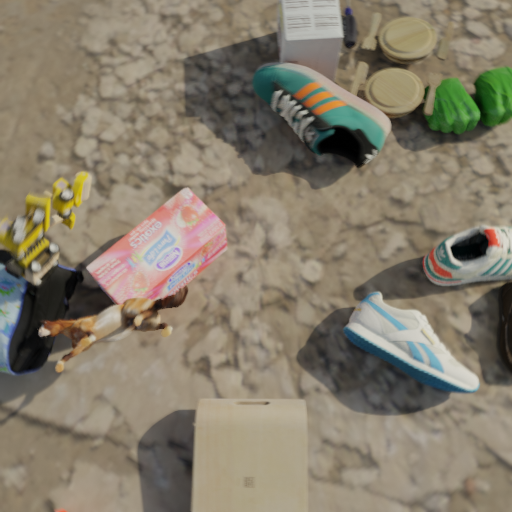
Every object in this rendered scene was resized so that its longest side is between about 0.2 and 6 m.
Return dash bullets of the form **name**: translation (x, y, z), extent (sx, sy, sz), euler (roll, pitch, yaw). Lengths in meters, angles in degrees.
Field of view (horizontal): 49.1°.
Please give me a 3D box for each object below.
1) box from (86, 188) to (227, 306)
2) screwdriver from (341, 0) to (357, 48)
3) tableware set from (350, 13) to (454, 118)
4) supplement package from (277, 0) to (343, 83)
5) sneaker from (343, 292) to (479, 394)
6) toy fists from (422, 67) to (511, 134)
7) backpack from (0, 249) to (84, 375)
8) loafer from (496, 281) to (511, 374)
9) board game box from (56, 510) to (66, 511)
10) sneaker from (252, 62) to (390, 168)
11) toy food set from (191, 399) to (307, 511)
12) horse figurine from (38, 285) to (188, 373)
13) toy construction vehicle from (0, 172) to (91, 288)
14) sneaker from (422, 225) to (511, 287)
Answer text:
- **box**: translation (-1.741, 0.025, 10.303), extent (2.344, 1.203, 1.110), euler (-41, 75, -16)
- **screwdriver**: translation (2.123, -5.878, 13.005), extent (0.354, 0.369, 2.536), euler (1, 66, 0)
- **tableware set**: translation (3.108, -4.034, 12.160), extent (1.798, 0.545, 2.720), euler (14, 67, 13)
- **supplement package**: translation (1.088, -4.707, 11.875), extent (1.179, 1.533, 1.603), euler (-3, 70, -1)
- **sneaker**: translation (2.830, 1.564, 9.860), extent (2.466, 0.943, 0.996), euler (31, 74, 9)
- **toy fists**: translation (4.593, -3.160, 11.747), extent (2.190, 0.753, 1.117), euler (-12, 63, -3)
- **backpack**: translation (-4.149, 0.968, 9.646), extent (1.439, 1.792, 1.958), euler (11, 82, 9)
- **loafer**: translation (4.754, 1.276, 10.107), extent (0.673, 0.658, 1.844), euler (1, 69, 0)
- **board game box**: translation (-2.695, 5.340, 8.701), extent (2.205, 0.445, 1.687), euler (28, 72, 10)
- **sneaker**: translation (1.153, -2.837, 11.328), extent (3.041, 1.085, 1.215), euler (27, 64, 7)
- **toy food set**: translation (-0.102, 3.679, 9.257), extent (1.831, 0.771, 2.552), euler (1, 78, 0)
- **horse figurine**: translation (-2.168, 1.059, 8.634), extent (2.414, 1.600, 0.602), euler (-20, 103, -11)
- **toy construction vehicle**: translation (-3.209, -0.441, 8.311), extent (0.644, 1.592, 1.828), euler (26, 47, 0)
- **sneaker**: translation (4.447, -0.111, 10.329), extent (2.592, 1.212, 0.913), euler (-11, 69, -3)
